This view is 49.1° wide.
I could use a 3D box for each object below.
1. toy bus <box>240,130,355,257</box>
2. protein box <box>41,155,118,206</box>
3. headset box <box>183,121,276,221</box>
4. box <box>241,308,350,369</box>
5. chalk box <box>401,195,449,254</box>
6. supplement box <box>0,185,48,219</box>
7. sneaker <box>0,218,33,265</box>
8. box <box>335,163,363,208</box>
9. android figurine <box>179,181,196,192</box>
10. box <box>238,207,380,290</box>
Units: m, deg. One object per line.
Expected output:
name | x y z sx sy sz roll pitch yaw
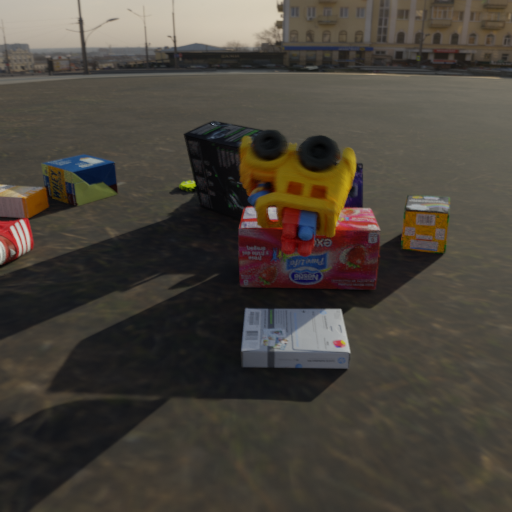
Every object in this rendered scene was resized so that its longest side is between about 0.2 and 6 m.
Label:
toy bus | 0.550 -0.971 9.504 1.980 1.344 1.901 11 67 11
protein box | -4.826 -2.107 15.371 1.414 0.954 1.403 18 29 35
headset box | -0.441 -2.024 13.619 2.359 2.054 1.094 21 43 41
box | 0.572 1.222 8.479 1.545 0.318 1.205 -1 26 2
chalk box | 3.747 -0.776 12.364 0.940 0.935 1.511 6 23 17
supplement box | -6.251 -1.396 14.208 1.557 0.572 0.981 4 23 10
sneaker | -5.808 -0.425 11.819 2.565 1.005 1.482 24 22 20
box | 1.772 -1.686 13.787 1.610 1.136 0.635 0 -5 -1
android figurine | -1.860 -2.027 16.201 0.740 0.167 0.813 -12 28 -25
box | 0.967 -0.171 10.562 2.546 1.215 1.269 1 24 3
